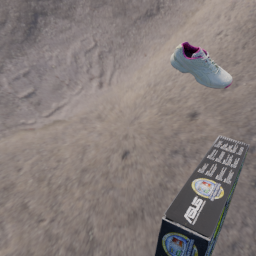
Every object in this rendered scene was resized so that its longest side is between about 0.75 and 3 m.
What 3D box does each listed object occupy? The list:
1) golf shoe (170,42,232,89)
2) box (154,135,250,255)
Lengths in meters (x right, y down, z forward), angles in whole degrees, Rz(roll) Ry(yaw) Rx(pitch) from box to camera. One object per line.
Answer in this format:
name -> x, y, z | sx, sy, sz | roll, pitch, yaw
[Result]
golf shoe -> 1.556, -1.290, 5.807 | 1.398, 0.640, 0.526 | 28, 66, 6
box -> 1.090, 1.478, 4.219 | 0.555, 2.007, 2.505 | 19, 29, 25
